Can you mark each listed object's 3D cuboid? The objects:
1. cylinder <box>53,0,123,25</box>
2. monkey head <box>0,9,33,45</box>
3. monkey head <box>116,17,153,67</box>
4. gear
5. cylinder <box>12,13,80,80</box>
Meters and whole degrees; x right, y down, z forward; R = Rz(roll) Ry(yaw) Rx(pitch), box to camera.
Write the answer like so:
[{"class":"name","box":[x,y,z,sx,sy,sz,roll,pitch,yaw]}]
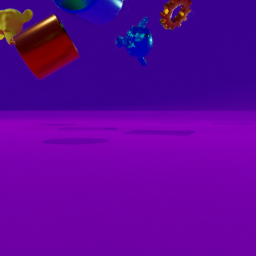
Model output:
[{"class":"cylinder","box":[-0.889,-3.063,6.203,1.281,1.281,1.281,1,9,17]},{"class":"monkey head","box":[-3.963,-3.400,9.529,1.660,1.194,1.000,-27,6,16]},{"class":"monkey head","box":[0.295,-3.449,11.260,1.158,1.921,1.382,-12,20,-40]},{"class":"gear","box":[1.721,-4.183,10.101,1.306,1.306,0.242,-4,47,-49]},{"class":"cylinder","box":[-2.144,-2.141,7.433,1.274,1.274,1.274,-31,6,-3]}]
